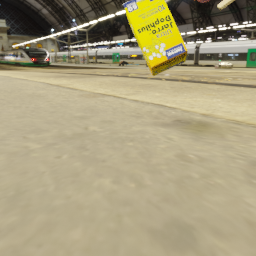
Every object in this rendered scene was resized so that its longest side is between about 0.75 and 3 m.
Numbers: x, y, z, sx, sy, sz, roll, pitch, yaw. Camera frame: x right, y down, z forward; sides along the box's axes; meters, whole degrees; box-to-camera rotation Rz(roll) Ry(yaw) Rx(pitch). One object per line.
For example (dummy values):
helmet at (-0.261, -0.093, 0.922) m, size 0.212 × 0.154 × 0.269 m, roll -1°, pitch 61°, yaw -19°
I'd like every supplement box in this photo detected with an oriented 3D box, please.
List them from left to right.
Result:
supplement box at (0.599, -2.045, 6.104) m, size 0.825 × 1.515 × 0.830 m, roll -24°, pitch -6°, yaw 7°

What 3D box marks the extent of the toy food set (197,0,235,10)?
toy food set at (1.725, -2.881, 5.239) m, size 1.317 × 0.326 × 2.072 m, roll -33°, pitch 32°, yaw 17°
